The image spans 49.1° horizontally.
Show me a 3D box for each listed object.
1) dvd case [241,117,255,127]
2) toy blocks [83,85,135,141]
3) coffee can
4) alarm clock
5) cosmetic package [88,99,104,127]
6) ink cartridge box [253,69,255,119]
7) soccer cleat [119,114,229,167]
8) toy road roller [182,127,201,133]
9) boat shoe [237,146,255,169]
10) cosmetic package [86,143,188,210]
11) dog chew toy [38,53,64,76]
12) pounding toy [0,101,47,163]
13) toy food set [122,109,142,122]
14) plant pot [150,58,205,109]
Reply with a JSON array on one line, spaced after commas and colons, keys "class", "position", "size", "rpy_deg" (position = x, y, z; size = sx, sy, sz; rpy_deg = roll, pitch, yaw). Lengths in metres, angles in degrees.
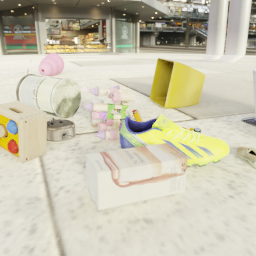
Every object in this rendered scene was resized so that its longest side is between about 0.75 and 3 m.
[{"class": "dvd case", "position": [5.108, -0.174, 10.487], "size": [1.010, 0.109, 1.359], "rpy_deg": [-8, 21, -19]}, {"class": "toy blocks", "position": [-0.763, -0.599, 9.299], "size": [1.509, 1.676, 1.793], "rpy_deg": [1, 21, -14]}, {"class": "coffee can", "position": [-3.287, -1.352, 11.615], "size": [2.181, 1.596, 1.596], "rpy_deg": [12, 22, 31]}, {"class": "alarm clock", "position": [-2.200, 0.090, 9.143], "size": [1.090, 0.538, 1.616], "rpy_deg": [-11, 25, -31]}, {"class": "cosmetic package", "position": [-1.160, -0.564, 10.325], "size": [0.491, 0.949, 0.414], "rpy_deg": [-12, 22, -31]}, {"class": "ink cartridge box", "position": [5.464, -0.894, 8.986], "size": [1.983, 1.974, 2.703], "rpy_deg": [-10, 20, 9]}, {"class": "soccer cleat", "position": [1.169, 0.263, 7.437], "size": [2.943, 1.231, 0.951], "rpy_deg": [5, 19, 15]}, {"class": "toy road roller", "position": [1.780, 0.283, 8.248], "size": [0.560, 0.471, 0.767], "rpy_deg": [19, 38, 17]}, {"class": "boat shoe", "position": [3.295, 0.698, 7.487], "size": [0.423, 0.381, 1.173], "rpy_deg": [-1, 19, -3]}, {"class": "cosmetic package", "position": [0.163, 0.959, 5.975], "size": [1.960, 0.855, 1.013], "rpy_deg": [-8, 20, -21]}, {"class": "dog chew toy", "position": [-6.182, -4.903, 22.240], "size": [1.731, 1.731, 2.780], "rpy_deg": [3, 27, 10]}, {"class": "pounding toy", "position": [-3.220, 0.160, 7.710], "size": [1.612, 1.484, 1.146], "rpy_deg": [21, 26, 29]}, {"class": "toy food set", "position": [0.147, -0.336, 10.646], "size": [1.196, 0.538, 0.571], "rpy_deg": [-6, 23, 48]}, {"class": "plant pot", "position": [2.417, -2.076, 13.384], "size": [1.863, 2.112, 2.112], "rpy_deg": [6, 16, -16]}]
